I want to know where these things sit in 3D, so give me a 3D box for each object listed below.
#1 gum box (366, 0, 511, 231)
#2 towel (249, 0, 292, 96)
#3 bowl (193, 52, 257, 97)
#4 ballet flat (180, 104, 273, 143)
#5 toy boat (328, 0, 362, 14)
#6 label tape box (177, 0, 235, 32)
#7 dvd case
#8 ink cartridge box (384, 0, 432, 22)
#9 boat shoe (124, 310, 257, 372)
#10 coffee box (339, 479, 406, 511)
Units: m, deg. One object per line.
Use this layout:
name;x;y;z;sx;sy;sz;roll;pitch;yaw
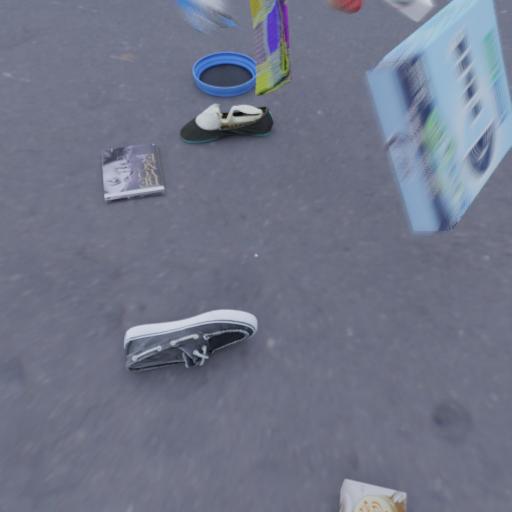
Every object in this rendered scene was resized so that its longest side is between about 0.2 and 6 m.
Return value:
gum box;2.616;-1.958;7.489;0.583;2.224;2.618;4;38;43
towel;0.196;-4.434;10.660;0.283;2.487;1.786;-8;8;-16
bowl;-0.779;-4.642;14.353;1.673;0.328;1.673;0;50;0
ballet flat;-0.687;-3.115;12.786;2.171;0.742;0.738;-8;54;-6
toy boat;1.518;-4.391;9.287;0.787;0.514;0.514;-5;77;-40
label tape box;-0.749;-4.102;9.252;0.920;0.291;0.664;-32;88;-41
dvd case;-2.680;-1.824;12.105;1.234;0.132;1.659;-9;51;-8
ink cartridge box;2.628;-4.931;10.339;1.218;0.410;0.713;16;51;-34
boat shoe;-1.031;1.427;8.956;2.174;0.780;0.737;-7;50;-3
coffee box;1.410;3.738;7.114;0.836;0.583;1.463;10;51;9
